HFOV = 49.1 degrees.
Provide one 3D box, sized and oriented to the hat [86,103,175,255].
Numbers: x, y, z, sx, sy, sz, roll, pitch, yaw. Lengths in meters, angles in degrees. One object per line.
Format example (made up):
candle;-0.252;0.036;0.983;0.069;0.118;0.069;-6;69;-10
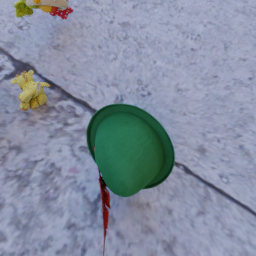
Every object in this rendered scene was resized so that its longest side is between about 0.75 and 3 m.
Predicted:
hat;-0.322;1.112;6.009;2.752;2.280;2.423;53;34;-7

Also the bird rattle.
bird rattle;-2.713;-4.099;9.394;2.039;1.149;1.662;3;15;-37

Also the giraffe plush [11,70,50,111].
giraffe plush;-2.987;-1.209;8.376;0.919;1.133;0.978;45;38;20
